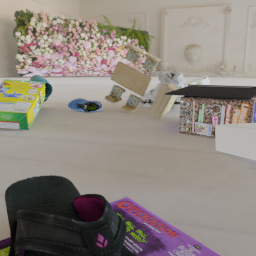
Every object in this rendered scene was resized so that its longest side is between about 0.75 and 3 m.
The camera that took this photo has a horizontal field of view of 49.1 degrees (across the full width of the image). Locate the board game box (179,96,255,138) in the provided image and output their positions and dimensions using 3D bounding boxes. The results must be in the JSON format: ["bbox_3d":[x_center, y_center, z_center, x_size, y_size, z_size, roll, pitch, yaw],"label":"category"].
[{"bbox_3d":[2.594,-0.355,7.354,2.012,0.974,1.604,8,15,34],"label":"board game box"}]

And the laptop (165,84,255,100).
[{"bbox_3d":[2.559,-0.525,7.902,2.182,2.330,1.351,9,55,35],"label":"laptop"}]

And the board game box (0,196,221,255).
[{"bbox_3d":[0.163,1.248,1.728,1.561,0.420,2.601,-14,18,-34],"label":"board game box"}]

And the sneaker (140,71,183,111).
[{"bbox_3d":[1.418,-1.592,11.631,0.988,1.511,2.628,-8,15,-32],"label":"sneaker"}]

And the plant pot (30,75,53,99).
[{"bbox_3d":[-3.211,-1.523,10.126,0.760,0.760,0.714,-9,43,-34],"label":"plant pot"}]

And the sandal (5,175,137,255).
[{"bbox_3d":[-0.512,0.716,2.066,0.857,0.546,2.280,-8,16,-31],"label":"sandal"}]

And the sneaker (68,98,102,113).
[{"bbox_3d":[-1.663,-0.876,10.772,1.306,0.513,0.582,1,10,2],"label":"sneaker"}]

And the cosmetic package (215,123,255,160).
[{"bbox_3d":[2.959,0.223,4.952,1.804,0.618,2.392,-1,4,-12],"label":"cosmetic package"}]

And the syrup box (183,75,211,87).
[{"bbox_3d":[2.801,-1.614,12.197,0.822,0.795,2.018,-8,15,46],"label":"syrup box"}]

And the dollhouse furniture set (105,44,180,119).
[{"bbox_3d":[0.472,-1.503,10.019,2.478,2.172,1.646,30,20,12],"label":"dollhouse furniture set"}]

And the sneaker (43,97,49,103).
[{"bbox_3d":[-4.050,-0.938,10.390,1.185,1.127,2.989,26,30,30],"label":"sneaker"}]

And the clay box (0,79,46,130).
[{"bbox_3d":[-3.452,-0.822,8.600,1.442,0.597,2.510,4,28,-5],"label":"clay box"}]
